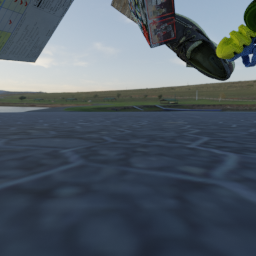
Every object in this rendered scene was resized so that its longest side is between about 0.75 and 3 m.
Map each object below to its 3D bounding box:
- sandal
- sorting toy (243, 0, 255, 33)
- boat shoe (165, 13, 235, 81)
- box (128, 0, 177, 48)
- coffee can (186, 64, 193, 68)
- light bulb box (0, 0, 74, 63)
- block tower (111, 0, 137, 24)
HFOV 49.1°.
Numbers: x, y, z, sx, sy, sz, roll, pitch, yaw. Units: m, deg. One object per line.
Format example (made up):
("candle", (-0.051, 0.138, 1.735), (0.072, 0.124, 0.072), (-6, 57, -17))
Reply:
("sandal", (2.619, -1.824, 5.299), (0.796, 0.727, 1.828), (35, -55, -27))
("sorting toy", (2.101, -2.206, 4.120), (1.902, 0.781, 1.143), (25, -13, -33))
("boat shoe", (1.842, -2.315, 7.893), (2.788, 0.996, 0.916), (38, 27, -1))
("box", (0.197, -3.020, 4.672), (0.549, 2.753, 1.885), (-16, 43, -1))
("coffee can", (2.869, -2.709, 10.745), (1.163, 0.851, 0.851), (8, 6, 16))
("light bulb box", (-2.459, -2.896, 5.349), (1.740, 2.763, 2.788), (40, 17, 5))
("block tower", (0.265, -3.092, 7.395), (0.526, 0.491, 1.820), (-10, 45, -44))
